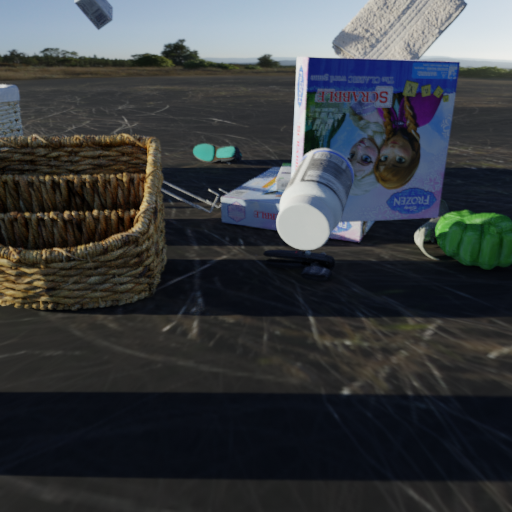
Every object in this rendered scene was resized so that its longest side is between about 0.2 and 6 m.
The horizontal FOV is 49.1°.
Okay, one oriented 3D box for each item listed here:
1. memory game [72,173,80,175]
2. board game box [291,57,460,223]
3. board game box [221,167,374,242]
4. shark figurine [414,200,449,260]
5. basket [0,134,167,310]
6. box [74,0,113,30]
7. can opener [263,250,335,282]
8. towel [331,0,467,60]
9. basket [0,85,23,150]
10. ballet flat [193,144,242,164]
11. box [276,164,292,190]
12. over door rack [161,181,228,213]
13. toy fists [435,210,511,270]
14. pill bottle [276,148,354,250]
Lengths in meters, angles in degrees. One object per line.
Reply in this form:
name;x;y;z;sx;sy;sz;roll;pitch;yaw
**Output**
memory game;-4.362;-1.920;14.687;2.303;0.147;2.303;0;23;0
board game box;1.482;-1.457;7.181;2.040;2.036;0.420;-4;20;-14
board game box;1.208;-1.243;12.406;2.989;0.617;2.996;10;24;22
shark figurine;3.461;-0.619;10.694;2.027;0.846;1.211;-15;25;-35
basket;-3.029;-0.582;8.664;3.051;2.273;2.177;1;22;0
box;-2.458;-3.803;8.495;0.293;0.514;0.559;-30;43;15
can opener;0.711;0.080;9.481;1.318;0.418;0.518;13;27;28
towel;2.083;-3.408;8.328;1.173;1.770;0.305;43;9;6
basket;-8.169;-3.126;14.505;3.093;2.510;3.121;7;24;17
ballet flat;-1.130;-3.072;17.052;1.719;0.628;0.628;9;23;35
box;1.057;-1.769;12.524;1.087;0.274;1.506;3;24;8
over door rack;-1.954;-1.296;12.015;2.474;0.824;1.828;14;9;1
toy fists;4.503;-0.313;9.836;2.576;0.886;1.313;1;26;-1
pill bottle;0.502;-0.486;4.748;0.526;0.526;0.925;7;38;17
